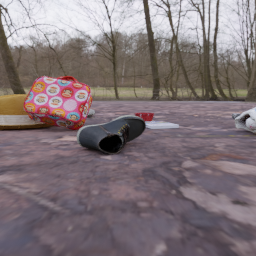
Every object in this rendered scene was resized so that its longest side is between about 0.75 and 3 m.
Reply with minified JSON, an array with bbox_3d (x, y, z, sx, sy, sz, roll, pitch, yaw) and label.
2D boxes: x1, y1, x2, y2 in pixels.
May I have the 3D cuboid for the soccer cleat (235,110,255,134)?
[{"bbox_3d":[4.076,-0.105,7.958,1.056,0.854,2.446,-11,5,-16],"label":"soccer cleat"}]

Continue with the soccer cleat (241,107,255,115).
[{"bbox_3d":[4.969,-0.586,9.790,0.972,1.201,2.783,-2,7,-12],"label":"soccer cleat"}]

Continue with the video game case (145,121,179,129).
[{"bbox_3d":[1.090,-0.118,10.392,1.045,0.132,1.460,-2,7,-16],"label":"video game case"}]

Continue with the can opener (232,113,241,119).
[{"bbox_3d":[5.501,-0.555,13.459,0.999,0.267,0.334,6,10,35],"label":"can opener"}]

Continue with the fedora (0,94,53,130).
[{"bbox_3d":[-3.999,-0.644,10.339,2.929,1.194,2.929,1,6,0],"label":"fedora"}]

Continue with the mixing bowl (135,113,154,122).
[{"bbox_3d":[0.663,-0.384,11.324,0.802,0.434,0.802,0,7,0],"label":"mixing bowl"}]

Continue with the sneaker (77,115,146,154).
[{"bbox_3d":[-0.128,0.189,6.177,1.784,0.667,0.947,-16,20,-34],"label":"sneaker"}]

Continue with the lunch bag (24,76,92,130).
[{"bbox_3d":[-2.272,-0.977,9.417,2.035,1.793,0.834,13,-26,4],"label":"lunch bag"}]

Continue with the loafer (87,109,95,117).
[{"bbox_3d":[-2.508,-0.985,15.054,0.727,0.726,2.081,-7,9,-43],"label":"loafer"}]
